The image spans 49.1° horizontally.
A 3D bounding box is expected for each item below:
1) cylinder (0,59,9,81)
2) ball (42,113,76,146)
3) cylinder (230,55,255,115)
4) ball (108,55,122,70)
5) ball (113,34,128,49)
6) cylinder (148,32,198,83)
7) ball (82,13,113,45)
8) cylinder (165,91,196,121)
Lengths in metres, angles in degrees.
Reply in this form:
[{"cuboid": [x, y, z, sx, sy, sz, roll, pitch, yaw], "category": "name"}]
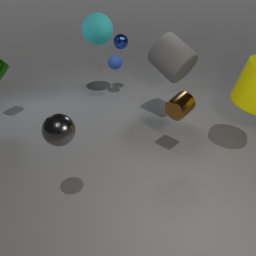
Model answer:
[{"cuboid": [-5.050, -2.266, 10.728, 0.700, 0.700, 0.700, 20, 76, 31], "category": "cylinder"}, {"cuboid": [-1.465, 0.040, 5.931, 0.700, 0.700, 0.700, 0, 29, 0], "category": "ball"}, {"cuboid": [4.086, -1.304, 8.583, 1.400, 1.400, 1.400, 10, 37, -8], "category": "cylinder"}, {"cuboid": [-0.624, -3.177, 13.546, 0.700, 0.700, 0.700, 0, 29, 0], "category": "ball"}, {"cuboid": [-0.342, -4.102, 13.313, 0.700, 0.700, 0.700, 0, 29, 0], "category": "ball"}, {"cuboid": [1.714, -2.684, 10.766, 1.400, 1.400, 1.400, -29, 70, -41], "category": "cylinder"}, {"cuboid": [-1.386, -4.474, 12.679, 1.400, 1.400, 1.400, 0, 29, 0], "category": "ball"}, {"cuboid": [1.626, -0.692, 8.748, 0.700, 0.700, 0.700, 26, 52, 38], "category": "cylinder"}]
